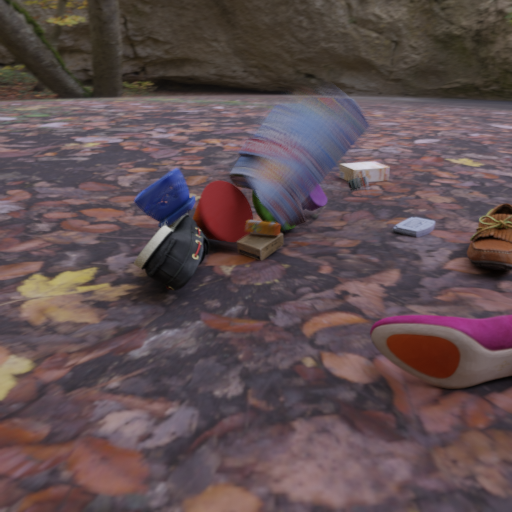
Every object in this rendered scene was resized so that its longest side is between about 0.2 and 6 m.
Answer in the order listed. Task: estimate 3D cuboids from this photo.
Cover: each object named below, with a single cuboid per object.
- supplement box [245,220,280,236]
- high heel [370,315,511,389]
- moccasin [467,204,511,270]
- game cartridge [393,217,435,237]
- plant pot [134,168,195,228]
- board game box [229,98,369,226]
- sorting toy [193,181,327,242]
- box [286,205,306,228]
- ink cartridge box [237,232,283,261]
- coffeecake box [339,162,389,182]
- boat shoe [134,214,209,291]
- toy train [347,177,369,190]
[{"bbox_3d":[0.133,-0.591,11.728,0.718,0.239,0.247,8,14,17],"label":"supplement box"},{"bbox_3d":[2.916,1.087,7.492,2.848,0.960,1.369,16,32,1],"label":"high heel"},{"bbox_3d":[4.979,-0.452,11.418,1.022,1.079,2.794,13,24,30],"label":"moccasin"},{"bbox_3d":[3.797,-0.681,13.311,0.697,0.212,1.046,13,24,38],"label":"game cartridge"},{"bbox_3d":[-1.662,-1.058,10.564,0.879,0.791,0.879,-33,15,9],"label":"plant pot"},{"bbox_3d":[0.547,-2.030,11.706,2.662,0.821,2.661,18,70,46],"label":"board game box"},{"bbox_3d":[-0.074,-1.050,13.393,4.187,1.452,1.442,-17,-5,-45],"label":"sorting toy"},{"bbox_3d":[0.838,-0.996,12.756,0.411,0.407,0.496,-21,62,11],"label":"box"},{"bbox_3d":[0.092,-0.267,11.819,0.653,0.298,0.793,19,39,36],"label":"ink cartridge box"},{"bbox_3d":[3.527,-2.746,18.360,1.297,0.474,0.996,-7,22,-17],"label":"coffeecake box"},{"bbox_3d":[-1.494,-0.101,10.750,0.999,1.166,3.187,36,8,-8],"label":"boat shoe"},{"bbox_3d":[2.206,-1.585,12.108,0.320,0.239,0.561,-24,6,-15],"label":"toy train"}]
